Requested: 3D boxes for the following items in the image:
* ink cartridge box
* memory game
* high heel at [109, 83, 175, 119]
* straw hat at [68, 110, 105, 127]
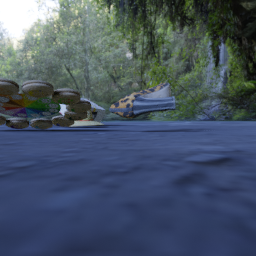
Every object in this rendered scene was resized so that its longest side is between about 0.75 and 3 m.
[{"bbox_3d":[-1.961,-0.771,11.376,1.266,0.734,1.716,31,14,30],"label":"ink cartridge box"},{"bbox_3d":[-2.180,-0.386,5.965,2.827,0.180,2.827,-3,-15,-1],"label":"memory game"},{"bbox_3d":[0.315,-0.617,6.196,1.304,0.653,1.829,-5,12,5],"label":"high heel"},{"bbox_3d":[-1.495,-0.387,9.343,1.547,0.655,1.547,-4,1,0],"label":"straw hat"}]
